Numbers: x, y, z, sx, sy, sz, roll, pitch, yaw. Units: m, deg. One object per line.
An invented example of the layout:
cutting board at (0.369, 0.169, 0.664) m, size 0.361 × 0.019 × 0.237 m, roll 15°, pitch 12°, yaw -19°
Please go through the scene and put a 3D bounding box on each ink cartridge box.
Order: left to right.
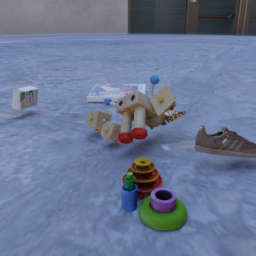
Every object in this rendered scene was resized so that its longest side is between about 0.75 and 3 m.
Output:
ink cartridge box at (-3.333, -0.981, 9.103) m, size 0.355 × 0.612 × 0.846 m, roll 17°, pitch 22°, yaw 17°

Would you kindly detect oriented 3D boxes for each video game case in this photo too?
video game case at (-0.391, -1.458, 11.350) m, size 2.199 × 0.253 × 2.004 m, roll 0°, pitch 23°, yaw 4°

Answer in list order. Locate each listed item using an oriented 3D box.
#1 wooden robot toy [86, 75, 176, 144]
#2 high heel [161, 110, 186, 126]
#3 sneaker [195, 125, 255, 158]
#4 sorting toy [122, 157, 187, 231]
wooden robot toy at (0.316, -0.178, 7.023) m, size 1.360 × 1.320 × 2.997 m, roll 18°, pitch -26°, yaw -41°
high heel at (1.071, -0.524, 7.467) m, size 0.382 × 0.764 × 1.071 m, roll -20°, pitch -2°, yaw -33°
sneaker at (2.252, 0.288, 6.074) m, size 1.574 × 0.594 × 0.554 m, roll 4°, pitch 7°, yaw -9°
sorting toy at (0.354, 1.022, 4.910) m, size 0.976 × 0.667 × 1.625 m, roll -9°, pitch 24°, yaw -22°
